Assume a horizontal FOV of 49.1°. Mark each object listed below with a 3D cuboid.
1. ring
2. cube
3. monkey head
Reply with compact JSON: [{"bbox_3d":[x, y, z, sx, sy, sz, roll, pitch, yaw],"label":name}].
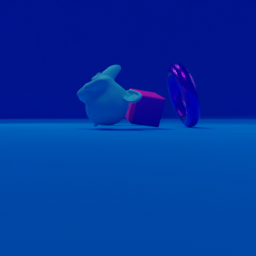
[{"bbox_3d":[1.560,-0.942,8.037,0.383,1.915,1.915,-18,3,-2],"label":"ring"},{"bbox_3d":[0.395,-0.503,6.973,0.732,0.732,0.732,7,16,-18],"label":"cube"},{"bbox_3d":[-0.425,-0.769,6.755,1.981,1.194,1.425,-26,19,52],"label":"monkey head"}]
